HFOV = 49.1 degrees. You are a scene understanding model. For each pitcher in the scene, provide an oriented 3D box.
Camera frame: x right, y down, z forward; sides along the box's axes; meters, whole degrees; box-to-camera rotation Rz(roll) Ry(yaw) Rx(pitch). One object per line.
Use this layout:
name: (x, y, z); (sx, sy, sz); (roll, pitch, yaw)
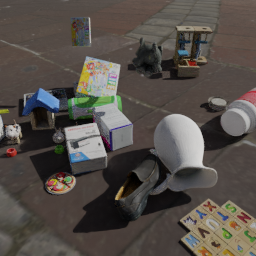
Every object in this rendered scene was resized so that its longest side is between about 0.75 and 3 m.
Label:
pitcher: (1.297, 0.790, 8.391); (2.088, 1.475, 2.433); (-17, 39, 9)

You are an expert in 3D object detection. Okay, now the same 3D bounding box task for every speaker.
speaker: (-1.292, -0.816, 10.999); (2.023, 0.895, 0.895); (-5, 35, -7)

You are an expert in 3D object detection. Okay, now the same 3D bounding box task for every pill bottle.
pill bottle: (4.437, -0.583, 10.293); (2.261, 1.269, 1.269); (-28, 43, -34)

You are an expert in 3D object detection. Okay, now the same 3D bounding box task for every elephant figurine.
elephant figurine: (0.658, -2.598, 9.771); (1.220, 1.113, 1.572); (-22, 38, 22)

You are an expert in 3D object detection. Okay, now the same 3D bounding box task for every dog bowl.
dog bowl: (3.816, -1.033, 11.841); (0.860, 0.252, 0.860); (0, 34, 0)

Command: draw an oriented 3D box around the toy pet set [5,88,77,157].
toy pet set: (-2.906, -0.299, 9.824); (2.505, 1.330, 2.339); (-4, 35, -7)

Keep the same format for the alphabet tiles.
alphabet tiles: (2.471, 2.665, 6.639); (1.936, 0.074, 2.327); (-24, 41, -31)

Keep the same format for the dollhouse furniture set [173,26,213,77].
dollhouse furniture set: (3.515, -4.094, 14.831); (1.871, 1.882, 2.670); (1, 34, 2)

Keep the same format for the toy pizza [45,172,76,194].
toy pizza: (-1.972, 1.574, 8.164); (0.872, 0.138, 0.872); (0, 35, 0)

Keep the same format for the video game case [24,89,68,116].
video game case: (-3.524, -1.135, 12.038); (1.798, 0.210, 1.635); (-11, 36, -13)

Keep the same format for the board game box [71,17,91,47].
board game box: (-1.908, -3.884, 11.371); (0.753, 1.120, 0.192); (-1, 9, 2)

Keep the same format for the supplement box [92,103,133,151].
supplement box: (-0.574, -0.081, 9.933); (0.872, 0.854, 1.687); (-17, 38, -23)

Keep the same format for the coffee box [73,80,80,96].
coffee box: (-1.895, -1.874, 12.732); (1.103, 0.630, 0.439); (-25, 42, -33)

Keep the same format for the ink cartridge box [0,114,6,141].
ink cartridge box: (-5.907, 0.189, 9.392); (2.831, 0.960, 1.630); (5, 31, 6)

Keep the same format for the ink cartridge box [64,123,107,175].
ink cartridge box: (-1.367, 0.620, 8.906); (1.089, 0.634, 1.506); (-10, 46, -14)

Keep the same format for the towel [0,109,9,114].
towel: (-4.670, -0.563, 9.680); (0.992, 0.090, 0.427); (-7, 20, -30)

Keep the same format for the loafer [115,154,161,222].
loafer: (0.313, 1.401, 7.462); (0.763, 0.758, 2.097); (-4, 39, 33)

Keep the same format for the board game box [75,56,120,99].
board game box: (-1.272, -2.089, 12.340); (1.627, 0.414, 2.420); (12, 49, -9)
